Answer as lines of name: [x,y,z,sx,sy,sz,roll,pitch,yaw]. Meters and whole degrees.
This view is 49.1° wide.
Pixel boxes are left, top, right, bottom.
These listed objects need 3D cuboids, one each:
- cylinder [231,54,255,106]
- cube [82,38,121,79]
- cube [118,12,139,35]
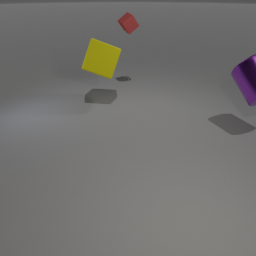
cylinder: [4.642,-1.709,9.965,1.400,1.400,1.400,-14,70,-25]
cube: [-1.245,-3.163,12.953,1.400,1.400,1.400,18,8,-10]
cube: [0.023,-5.384,14.395,0.700,0.700,0.700,-41,43,4]
